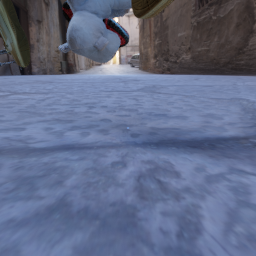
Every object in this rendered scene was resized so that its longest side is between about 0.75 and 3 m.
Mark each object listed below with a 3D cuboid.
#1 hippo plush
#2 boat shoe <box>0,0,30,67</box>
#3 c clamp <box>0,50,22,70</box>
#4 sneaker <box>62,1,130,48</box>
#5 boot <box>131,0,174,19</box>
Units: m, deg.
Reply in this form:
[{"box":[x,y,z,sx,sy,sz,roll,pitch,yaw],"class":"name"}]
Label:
[{"box":[-0.659,-2.750,6.773,2.056,2.076,2.581,-6,-10,23],"class":"hippo plush"},{"box":[-2.740,-2.176,6.418,0.512,1.629,0.594,-9,31,9],"class":"boat shoe"},{"box":[-3.791,-2.139,8.818,0.798,0.682,0.108,-4,13,6],"class":"c clamp"},{"box":[-0.961,-4.004,10.161,2.715,1.077,1.297,34,54,4],"class":"sneaker"},{"box":[1.488,-2.959,5.391,2.063,0.966,2.654,-4,-23,-40],"class":"boot"}]
